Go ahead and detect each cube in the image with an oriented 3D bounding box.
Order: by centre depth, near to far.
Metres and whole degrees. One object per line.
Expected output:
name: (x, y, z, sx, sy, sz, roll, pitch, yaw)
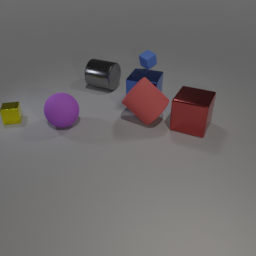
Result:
cube: (2.587, -0.682, 11.218, 1.400, 1.400, 1.400, 15, 37, 22)
cube: (-4.916, -0.628, 11.822, 0.700, 0.700, 0.700, -7, 33, -10)
cube: (0.776, -1.807, 12.991, 1.400, 1.400, 1.400, 10, 34, 15)
cube: (1.126, -3.844, 15.786, 0.700, 0.700, 0.700, -36, 52, -19)

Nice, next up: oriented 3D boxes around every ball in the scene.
ball: (-2.679, -0.727, 11.334, 1.400, 1.400, 1.400, 0, 33, 0)

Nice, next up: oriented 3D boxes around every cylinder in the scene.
cylinder: (0.710, -1.097, 11.423, 1.400, 1.400, 1.400, 41, 35, -9)
cylinder: (-1.279, -2.750, 14.350, 1.400, 1.400, 1.400, 15, 36, 20)
